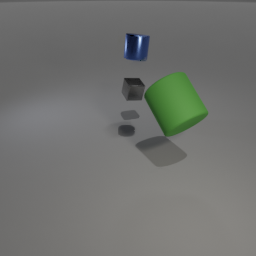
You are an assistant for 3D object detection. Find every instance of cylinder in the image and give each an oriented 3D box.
[{"bbox_3d":[1.388,-0.672,8.192,1.400,1.400,1.400,-18,73,-30],"label":"cylinder"},{"bbox_3d":[0.250,-2.354,8.138,0.700,0.700,0.700,5,22,-2],"label":"cylinder"}]

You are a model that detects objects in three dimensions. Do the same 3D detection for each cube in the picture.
[{"bbox_3d":[0.210,-1.600,11.555,0.700,0.700,0.700,-3,38,-21],"label":"cube"}]
